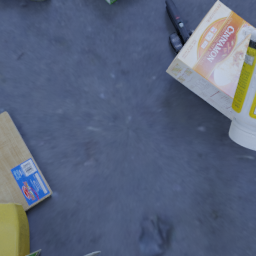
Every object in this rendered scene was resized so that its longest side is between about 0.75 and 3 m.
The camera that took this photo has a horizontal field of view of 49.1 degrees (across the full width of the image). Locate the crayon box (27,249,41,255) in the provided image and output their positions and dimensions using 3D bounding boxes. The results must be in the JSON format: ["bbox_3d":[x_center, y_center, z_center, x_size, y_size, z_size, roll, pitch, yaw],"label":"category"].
[{"bbox_3d":[-2.276,3.793,5.070,0.717,1.747,2.778,26,75,7],"label":"crayon box"}]

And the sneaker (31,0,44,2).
[{"bbox_3d":[-3.024,-4.106,7.973,1.774,0.624,0.711,8,71,3],"label":"sneaker"}]

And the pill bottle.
[{"bbox_3d":[2.352,-0.606,4.665,1.054,1.054,1.845,8,116,2],"label":"pill bottle"}]

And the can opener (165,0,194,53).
[{"bbox_3d":[1.347,-2.855,7.644,0.632,0.510,1.608,-15,76,-3],"label":"can opener"}]

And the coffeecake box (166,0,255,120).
[{"bbox_3d":[2.517,-1.498,6.830,2.458,0.898,1.887,36,76,-2],"label":"coffeecake box"}]

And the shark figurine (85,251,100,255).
[{"bbox_3d":[-1.041,3.807,5.710,0.944,1.352,2.263,14,54,-22],"label":"shark figurine"}]

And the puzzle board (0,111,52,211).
[{"bbox_3d":[-3.169,1.043,6.688,1.834,0.212,2.433,-32,77,-10],"label":"puzzle board"}]

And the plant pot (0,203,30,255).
[{"bbox_3d":[-2.640,2.131,5.773,1.114,1.107,1.139,3,73,-7],"label":"plant pot"}]

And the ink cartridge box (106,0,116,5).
[{"bbox_3d":[-0.226,-4.666,8.049,1.813,0.761,1.313,-38,77,-10],"label":"ink cartridge box"}]
